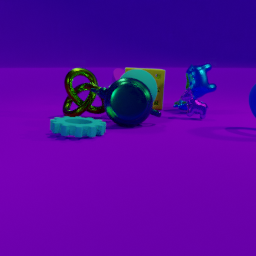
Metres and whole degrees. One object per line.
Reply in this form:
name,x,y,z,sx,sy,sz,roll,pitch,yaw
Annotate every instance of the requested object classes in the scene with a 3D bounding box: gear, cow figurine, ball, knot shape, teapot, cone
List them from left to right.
gear,-1.192,-0.046,6.732,1.286,0.238,1.286,5,11,-1
knot shape,-1.368,-1.094,8.497,1.593,1.490,0.736,-11,0,12
cone,-0.504,-1.807,12.632,1.242,1.237,1.237,-41,-15,36
teapot,-0.063,-0.707,7.564,2.091,1.300,1.024,21,2,-2
ball,0.271,-1.164,8.562,1.242,1.242,1.242,0,13,0
cow figurine,2.166,-1.332,9.400,1.544,1.569,0.861,-18,10,-17
cow figurine,1.996,-0.758,8.406,0.887,0.873,0.487,10,2,5

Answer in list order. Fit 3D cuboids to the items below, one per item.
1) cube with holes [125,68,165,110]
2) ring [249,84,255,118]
cube with holes,0.565,-1.507,10.476,1.386,1.386,1.386,2,13,0
ring,3.496,-0.529,6.646,0.279,1.393,1.393,-30,25,-21
